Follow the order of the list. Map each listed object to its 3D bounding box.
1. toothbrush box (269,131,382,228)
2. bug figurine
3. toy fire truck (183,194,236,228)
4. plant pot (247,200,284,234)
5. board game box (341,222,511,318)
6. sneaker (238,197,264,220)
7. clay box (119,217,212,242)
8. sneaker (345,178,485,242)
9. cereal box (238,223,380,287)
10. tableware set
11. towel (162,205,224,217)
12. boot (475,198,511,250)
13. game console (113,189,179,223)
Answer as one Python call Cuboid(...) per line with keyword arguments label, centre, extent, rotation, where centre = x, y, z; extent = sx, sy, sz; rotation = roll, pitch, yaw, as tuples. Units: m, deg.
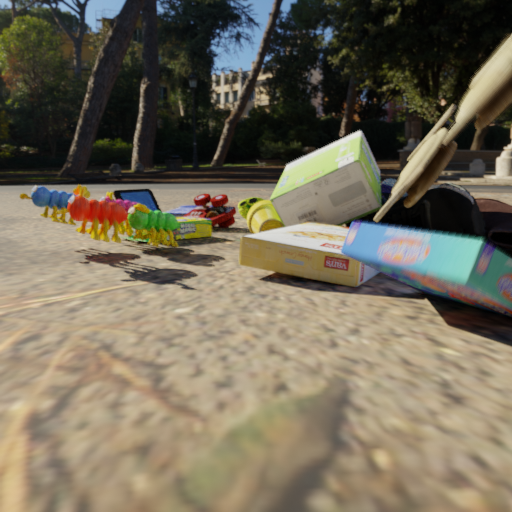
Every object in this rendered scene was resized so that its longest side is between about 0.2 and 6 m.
Cuboid(label="toothbrush box", centre=(1.504, -1.470, 11.531), extent=(1.870, 1.106, 2.569), rotation=(-23, 19, 19))
Cuboid(label="bug figurine", centre=(-2.797, -0.805, 10.257), extent=(2.375, 0.788, 3.063), rotation=(9, 4, -39))
Cuboid(label="toy fire truck", centre=(-1.238, -0.967, 13.972), extent=(1.370, 0.768, 1.150), rotation=(6, 35, 36))
Cuboid(label="plant pot", centre=(0.269, -0.621, 11.323), extent=(0.843, 0.843, 0.793), rotation=(-1, 23, -7))
Cuboid(label="board game box", centre=(1.976, 0.162, 5.837), extent=(1.394, 0.412, 1.833), rotation=(24, -4, -28))
Cuboid(label="sneaker", centre=(0.491, -1.201, 15.541), extent=(1.994, 0.739, 0.833), rotation=(3, -6, 1))
Cuboid(label="clay box", centre=(-1.962, -0.581, 12.058), extent=(1.766, 0.420, 1.015), rotation=(-6, 10, -38))
Cuboid(label="sneaker", centre=(2.845, -0.593, 10.828), extent=(1.504, 1.301, 3.434), rotation=(-24, 16, -13))
Cuboid(label="cereal box", centre=(1.082, -0.101, 8.561), extent=(1.785, 0.490, 2.481), rotation=(10, 12, 25))
Cuboid(label="tableware set", centre=(3.231, -1.882, 8.667), extent=(0.678, 3.383, 2.236), rotation=(35, 50, 2))
Cuboid(label="towel", centre=(-2.006, -1.476, 18.133), extent=(1.678, 0.276, 2.318), rotation=(1, 9, 9))
Cuboid(label="boot", centre=(4.385, -0.552, 10.257), extent=(2.559, 0.926, 2.128), rotation=(9, 11, 28))
Cuboid(label="game console", centre=(-2.897, -1.353, 15.317), extent=(1.337, 0.921, 1.551), rotation=(5, 11, 30))
